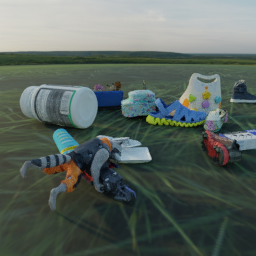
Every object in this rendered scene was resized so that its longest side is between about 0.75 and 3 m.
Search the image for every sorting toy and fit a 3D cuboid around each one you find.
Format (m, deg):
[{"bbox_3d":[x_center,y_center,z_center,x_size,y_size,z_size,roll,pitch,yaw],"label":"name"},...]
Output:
[{"bbox_3d":[3.387,-1.539,12.478,1.940,1.747,1.037,2,15,-3],"label":"sorting toy"}]

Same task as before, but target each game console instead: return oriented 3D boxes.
[{"bbox_3d":[-1.206,-1.398,13.470,1.743,1.031,1.488,-4,18,-15],"label":"game console"}]

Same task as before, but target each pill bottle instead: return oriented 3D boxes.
[{"bbox_3d":[-2.698,-0.891,10.826,2.728,1.543,1.543,9,18,26],"label":"pill bottle"}]

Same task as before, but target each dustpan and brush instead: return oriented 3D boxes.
[{"bbox_3d":[-0.380,0.387,8.403,1.337,0.383,0.933,-5,0,30],"label":"dustpan and brush"}]

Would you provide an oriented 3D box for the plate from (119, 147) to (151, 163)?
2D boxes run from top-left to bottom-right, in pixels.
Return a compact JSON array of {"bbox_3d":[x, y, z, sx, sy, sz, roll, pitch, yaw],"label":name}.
[{"bbox_3d":[0.123,0.758,7.673,0.938,0.152,0.940,-2,17,-3],"label":"plate"}]

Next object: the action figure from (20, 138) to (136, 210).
[{"bbox_3d":[-0.846,0.813,5.875,2.126,1.149,2.198,-25,29,-38],"label":"action figure"}]

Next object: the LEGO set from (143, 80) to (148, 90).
[{"bbox_3d":[1.076,-2.356,16.846,0.354,0.811,1.248,-4,-15,3],"label":"LEGO set"}]

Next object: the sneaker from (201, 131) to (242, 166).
[{"bbox_3d":[2.560,0.518,7.702,0.827,0.598,1.692,-2,19,-5],"label":"sneaker"}]

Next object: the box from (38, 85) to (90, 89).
[{"bbox_3d":[-3.912,-1.931,15.797,2.915,0.725,2.298,5,17,16],"label":"box"}]

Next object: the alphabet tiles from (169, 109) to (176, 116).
[{"bbox_3d":[1.674,-0.682,12.699,2.324,0.088,1.943,8,19,28],"label":"alphabet tiles"}]

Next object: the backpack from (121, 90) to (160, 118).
[{"bbox_3d":[0.481,-0.994,11.926,1.556,1.171,1.381,-12,18,-5],"label":"backpack"}]

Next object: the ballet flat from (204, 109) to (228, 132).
[{"bbox_3d":[3.344,-0.361,10.580,0.644,0.663,1.862,10,19,33],"label":"ballet flat"}]

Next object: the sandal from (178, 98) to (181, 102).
[{"bbox_3d":[3.099,-1.584,15.529,0.778,0.223,0.298,2,16,6],"label":"sandal"}]

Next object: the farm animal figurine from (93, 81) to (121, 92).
[{"bbox_3d":[-1.262,-2.083,16.348,1.761,0.886,1.422,-13,1,-27],"label":"farm animal figurine"}]

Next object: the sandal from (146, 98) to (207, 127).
[{"bbox_3d":[1.887,-0.608,10.858,2.325,1.012,0.924,3,15,6],"label":"sandal"}]

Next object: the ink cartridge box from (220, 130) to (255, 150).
[{"bbox_3d":[3.748,0.350,8.695,1.607,0.355,0.755,-5,18,-17],"label":"ink cartridge box"}]

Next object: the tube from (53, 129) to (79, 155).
[{"bbox_3d":[-1.720,0.536,8.059,0.713,0.464,1.842,-20,27,-21],"label":"tube"}]

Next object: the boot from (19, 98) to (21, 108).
[{"bbox_3d":[-3.589,-1.207,12.906,2.727,0.990,2.479,5,2,-7],"label":"boot"}]

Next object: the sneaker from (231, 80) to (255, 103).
[{"bbox_3d":[6.493,-1.996,15.237,1.678,1.213,0.638,0,14,-6],"label":"sneaker"}]
